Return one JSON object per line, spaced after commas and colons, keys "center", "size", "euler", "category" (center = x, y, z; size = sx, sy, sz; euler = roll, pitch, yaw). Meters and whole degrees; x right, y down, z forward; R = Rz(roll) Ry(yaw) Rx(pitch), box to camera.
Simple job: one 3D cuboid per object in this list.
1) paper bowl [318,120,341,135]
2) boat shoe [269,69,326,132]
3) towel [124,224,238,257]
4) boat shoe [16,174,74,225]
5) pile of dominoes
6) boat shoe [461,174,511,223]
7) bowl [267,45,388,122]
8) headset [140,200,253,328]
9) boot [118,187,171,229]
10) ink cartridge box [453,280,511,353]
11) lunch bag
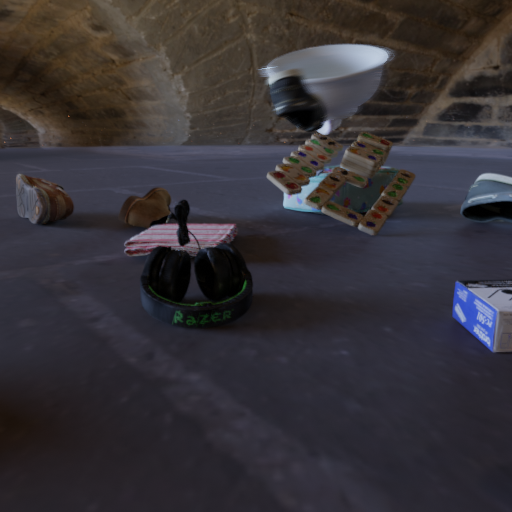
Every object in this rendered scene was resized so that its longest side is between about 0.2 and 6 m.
{"center": [1.598, -3.556, 13.385], "size": [0.620, 1.193, 1.193], "euler": [-37, 23, -9], "category": "paper bowl"}
{"center": [0.662, -2.154, 8.443], "size": [0.671, 0.632, 1.870], "euler": [-17, -9, 17], "category": "boat shoe"}
{"center": [-1.259, -0.285, 10.063], "size": [1.636, 0.334, 2.235], "euler": [1, 11, 5], "category": "towel"}
{"center": [-4.932, -1.298, 12.977], "size": [0.933, 0.985, 2.600], "euler": [-5, 23, -34], "category": "boat shoe"}
{"center": [2.015, -1.954, 12.525], "size": [2.755, 0.563, 3.535], "euler": [26, 37, 15], "category": "pile of dominoes"}
{"center": [5.699, -0.845, 11.408], "size": [1.016, 1.198, 3.289], "euler": [-45, 36, -14], "category": "boat shoe"}
{"center": [1.438, -3.401, 11.243], "size": [2.368, 1.064, 2.368], "euler": [-6, 34, 4], "category": "bowl"}
{"center": [-0.786, 0.083, 6.993], "size": [1.333, 1.014, 2.159], "euler": [-2, 25, -13], "category": "headset"}
{"center": [-2.199, -0.957, 12.282], "size": [0.826, 0.806, 2.190], "euler": [25, 17, 3], "category": "boot"}
{"center": [3.355, 0.603, 5.998], "size": [2.148, 0.475, 1.010], "euler": [-1, 15, -3], "category": "ink cartridge box"}
{"center": [2.120, -1.747, 14.284], "size": [2.812, 1.084, 2.255], "euler": [-8, 16, -28], "category": "lunch bag"}
